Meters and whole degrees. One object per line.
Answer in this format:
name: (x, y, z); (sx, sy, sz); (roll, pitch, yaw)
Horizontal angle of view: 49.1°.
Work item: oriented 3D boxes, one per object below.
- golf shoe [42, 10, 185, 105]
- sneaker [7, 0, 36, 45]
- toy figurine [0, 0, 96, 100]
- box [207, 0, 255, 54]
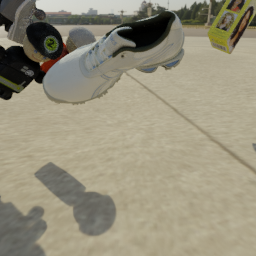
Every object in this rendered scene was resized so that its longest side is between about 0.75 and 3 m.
golf shoe: (-0.309, -1.130, 4.212); (2.380, 0.932, 1.157); (-23, -12, 3)
sneaker: (-2.130, -2.242, 5.901); (0.455, 1.110, 0.415); (29, 36, -17)
toy figurine: (-2.106, -2.058, 5.721); (1.750, 2.477, 2.516); (-34, 3, 25)
box: (3.237, -3.486, 7.800); (0.662, 2.643, 0.995); (32, 6, 26)
